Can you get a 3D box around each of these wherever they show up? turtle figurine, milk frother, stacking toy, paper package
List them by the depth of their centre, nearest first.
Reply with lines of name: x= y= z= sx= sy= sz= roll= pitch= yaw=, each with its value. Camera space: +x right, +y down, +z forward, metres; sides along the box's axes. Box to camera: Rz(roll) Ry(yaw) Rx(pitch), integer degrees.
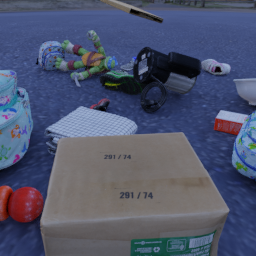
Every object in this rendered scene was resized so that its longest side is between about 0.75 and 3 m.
paper package: x=-0.012 y=1.192 z=4.759 sx=2.535 sy=1.311 sz=2.416 roll=-2 pitch=28 yaw=-5
stacking toy: x=-2.702 y=1.350 z=5.064 sx=2.297 sy=0.980 sz=0.980 roll=5 pitch=27 yaw=-5
milk frother: x=1.420 y=-1.562 z=10.072 sx=2.077 sy=2.208 sz=1.993 roll=10 pitch=6 yaw=-28
turtle figurine: x=-2.162 y=-3.262 z=12.508 sx=2.824 sy=2.096 sz=2.912 roll=14 pitch=27 yaw=33

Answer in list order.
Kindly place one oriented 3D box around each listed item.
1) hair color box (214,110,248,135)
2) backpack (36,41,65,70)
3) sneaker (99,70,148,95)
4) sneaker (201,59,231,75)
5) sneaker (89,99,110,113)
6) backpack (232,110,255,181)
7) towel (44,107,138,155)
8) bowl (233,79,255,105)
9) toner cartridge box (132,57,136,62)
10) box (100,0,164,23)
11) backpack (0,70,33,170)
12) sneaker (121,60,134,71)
hair color box: x=3.303 y=-0.098 z=8.187 sx=1.381 sy=0.423 sz=0.701 roll=14 pitch=30 yaw=26
backpack: x=-3.760 y=-3.582 z=13.876 sx=1.415 sy=1.347 sz=1.090 roll=-20 pitch=51 yaw=-32
sneaker: x=-0.084 y=-1.953 z=11.126 sx=2.120 sy=0.827 sz=0.903 roll=18 pitch=47 yaw=29
sneaker: x=4.094 y=-2.904 z=13.389 sx=1.456 sy=0.592 sz=0.642 roll=21 pitch=32 yaw=35
sneaker: x=-0.852 y=-0.695 z=9.414 sx=0.485 sy=0.351 sz=0.992 roll=15 pitch=33 yaw=28
backpack: x=3.189 y=0.417 z=6.246 sx=1.731 sy=1.631 sz=2.122 roll=31 pitch=51 yaw=26
towel: x=-0.907 y=0.273 z=7.102 sx=1.927 sy=0.825 sz=1.596 roll=14 pitch=32 yaw=22
bowl: x=4.683 y=-1.267 z=9.624 sx=2.025 sy=0.910 sz=2.025 roll=-2 pitch=8 yaw=0
toner cartridge box: x=0.765 y=-3.797 z=15.512 sx=0.972 sy=0.210 sz=0.462 roll=-5 pitch=27 yaw=-11
box: x=0.128 y=-4.668 z=11.040 sx=1.719 sy=0.224 sz=2.103 roll=-2 pitch=33 yaw=-40
backpack: x=-3.624 y=-0.163 z=6.704 sx=2.509 sy=2.128 sz=2.827 roll=-7 pitch=34 yaw=-11
sneaker: x=0.107 y=-3.183 z=14.051 sx=1.148 sy=0.471 sz=0.429 roll=-19 pitch=33 yaw=-32
